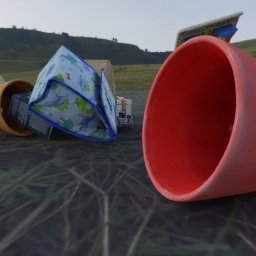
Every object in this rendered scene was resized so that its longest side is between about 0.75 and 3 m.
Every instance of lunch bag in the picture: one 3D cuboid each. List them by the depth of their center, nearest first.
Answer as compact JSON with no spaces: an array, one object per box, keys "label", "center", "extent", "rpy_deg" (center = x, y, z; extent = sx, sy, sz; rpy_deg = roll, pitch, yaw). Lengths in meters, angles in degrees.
[{"label":"lunch bag","center":[-1.486,-0.987,9.125],"extent":[2.810,1.790,2.389],"rpy_deg":[36,28,-28]}]

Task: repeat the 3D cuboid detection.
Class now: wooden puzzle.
[{"label":"wooden puzzle","center":[2.904,-2.794,10.659],"extent":[2.725,0.681,2.942],"rpy_deg":[-22,-28,-18]}]

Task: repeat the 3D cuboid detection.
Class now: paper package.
[{"label":"paper package","center":[-1.840,-1.440,11.787],"extent":[2.655,1.441,2.786],"rpy_deg":[1,-31,3]}]

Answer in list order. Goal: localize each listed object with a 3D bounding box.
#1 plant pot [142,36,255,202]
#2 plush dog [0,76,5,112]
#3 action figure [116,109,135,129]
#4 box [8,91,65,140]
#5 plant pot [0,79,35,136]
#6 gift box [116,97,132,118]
[{"label":"plant pot","center":[1.865,-0.004,4.923],"extent":[2.351,2.658,2.658],"rpy_deg":[8,6,-22]},{"label":"plush dog","center":[-5.263,-0.813,12.098],"extent":[2.674,2.146,2.297],"rpy_deg":[23,-17,-17]},{"label":"action figure","center":[-0.271,-0.278,11.583],"extent":[1.216,0.648,1.869],"rpy_deg":[11,16,18]},{"label":"box","center":[-3.011,-0.497,9.792],"extent":[1.732,0.927,1.286],"rpy_deg":[27,21,10]},{"label":"plant pot","center":[-4.247,-0.687,10.174],"extent":[1.400,2.001,2.001],"rpy_deg":[-3,7,29]},{"label":"gift box","center":[-0.380,-1.091,14.720],"extent":[1.176,1.099,1.086],"rpy_deg":[-7,13,-31]}]
